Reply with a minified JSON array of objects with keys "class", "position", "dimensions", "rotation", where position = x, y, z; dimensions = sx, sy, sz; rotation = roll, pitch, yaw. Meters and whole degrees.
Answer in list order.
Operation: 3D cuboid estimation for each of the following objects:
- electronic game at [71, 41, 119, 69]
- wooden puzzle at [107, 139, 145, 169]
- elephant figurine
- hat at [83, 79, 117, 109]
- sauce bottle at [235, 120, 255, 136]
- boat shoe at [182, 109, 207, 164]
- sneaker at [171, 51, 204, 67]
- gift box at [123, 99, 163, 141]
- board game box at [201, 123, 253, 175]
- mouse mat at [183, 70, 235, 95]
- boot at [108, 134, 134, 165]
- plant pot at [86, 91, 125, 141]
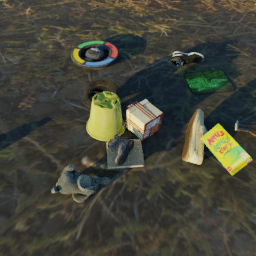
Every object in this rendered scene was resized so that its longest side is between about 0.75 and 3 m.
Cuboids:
[{"class":"electronic game","position":[-1.753,-3.929,14.909],"dimensions":[2.528,0.526,2.528],"rotation":[0,47,0]},{"class":"wooden puzzle","position":[-0.113,1.000,10.471],"dimensions":[1.314,0.329,1.419],"rotation":[-3,42,-4]},{"class":"elephant figurine","position":[-1.483,1.888,9.246],"dimensions":[1.525,1.079,1.183],"rotation":[26,79,3]},{"class":"hat","position":[-1.188,-1.379,12.439],"dimensions":[1.646,0.664,1.646],"rotation":[-5,61,9]},{"class":"sauce bottle","position":[5.425,0.032,11.092],"dimensions":[2.183,0.706,0.706],"rotation":[9,48,7]},{"class":"boat shoe","position":[2.670,0.308,10.721],"dimensions":[0.748,0.831,2.304],"rotation":[19,59,-1]},{"class":"sneaker","position":[3.017,-3.443,14.479],"dimensions":[1.636,0.598,0.915],"rotation":[11,51,20]},{"class":"gift box","position":[0.516,-0.360,11.144],"dimensions":[1.268,1.170,1.184],"rotation":[-27,54,-31]},{"class":"board game box","position":[3.302,0.698,9.507],"dimensions":[0.830,0.389,1.633],"rotation":[-42,49,12]},{"class":"mouse mat","position":[3.938,-2.258,13.671],"dimensions":[2.161,0.081,1.739],"rotation":[-7,48,-6]},{"class":"boot","position":[-0.387,0.799,10.242],"dimensions":[0.859,0.455,1.304],"rotation":[16,38,18]},{"class":"plant pot","position":[-0.871,-0.573,11.062],"dimensions":[1.607,1.477,1.607],"rotation":[2,46,-2]}]
